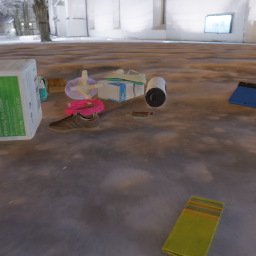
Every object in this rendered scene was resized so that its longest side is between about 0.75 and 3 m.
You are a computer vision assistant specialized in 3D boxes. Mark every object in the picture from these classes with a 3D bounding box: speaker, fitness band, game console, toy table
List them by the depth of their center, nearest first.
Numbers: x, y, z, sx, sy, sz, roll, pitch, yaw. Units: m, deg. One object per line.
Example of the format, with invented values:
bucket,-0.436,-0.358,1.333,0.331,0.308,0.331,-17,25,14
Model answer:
fitness band,-1.799,-0.875,11.762,1.216,0.317,1.693,18,29,38
game console,6.115,-1.288,12.953,2.237,1.324,1.910,19,-3,38
toy table,-2.001,-1.878,12.983,1.636,1.504,0.958,-25,14,-25
speaker,1.304,-1.695,12.987,0.944,0.944,2.326,3,21,7

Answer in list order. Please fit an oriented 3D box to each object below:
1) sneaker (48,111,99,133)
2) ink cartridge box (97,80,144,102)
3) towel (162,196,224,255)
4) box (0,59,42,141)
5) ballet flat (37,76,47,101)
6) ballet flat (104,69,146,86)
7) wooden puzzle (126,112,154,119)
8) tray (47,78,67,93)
sneaker,-1.876,-0.257,9.697,1.743,0.658,0.614,-3,22,-8
ink cartridge box,-0.325,-1.981,13.853,1.437,0.829,1.981,16,26,35
towel,1.260,1.810,5.175,0.712,0.149,1.655,6,23,29
box,-4.125,-1.012,9.382,1.959,2.276,2.287,-3,22,-7
ballet flat,-4.516,-2.080,13.992,0.884,0.924,2.626,-5,22,-15
ballet flat,-0.087,-1.859,10.040,1.505,0.523,0.523,9,22,2
wooden puzzle,0.482,-0.505,11.130,1.098,0.077,0.651,3,22,8
tray,-3.971,-2.429,15.649,1.022,0.384,2.072,-6,21,-15
